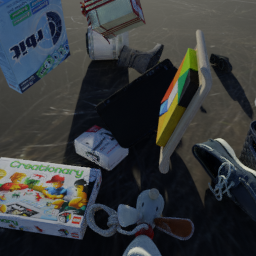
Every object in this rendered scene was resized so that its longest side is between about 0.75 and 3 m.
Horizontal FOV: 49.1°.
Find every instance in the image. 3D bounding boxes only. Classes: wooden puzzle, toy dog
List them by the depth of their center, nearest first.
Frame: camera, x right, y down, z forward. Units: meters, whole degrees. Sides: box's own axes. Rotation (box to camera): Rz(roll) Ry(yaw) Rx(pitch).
[{"bbox_3d":[0.784,-0.440,4.320,0.330,1.775,1.642,16,37,-1],"label":"wooden puzzle"},{"bbox_3d":[0.306,2.065,5.063,1.854,1.354,2.811,2,37,-16],"label":"toy dog"}]

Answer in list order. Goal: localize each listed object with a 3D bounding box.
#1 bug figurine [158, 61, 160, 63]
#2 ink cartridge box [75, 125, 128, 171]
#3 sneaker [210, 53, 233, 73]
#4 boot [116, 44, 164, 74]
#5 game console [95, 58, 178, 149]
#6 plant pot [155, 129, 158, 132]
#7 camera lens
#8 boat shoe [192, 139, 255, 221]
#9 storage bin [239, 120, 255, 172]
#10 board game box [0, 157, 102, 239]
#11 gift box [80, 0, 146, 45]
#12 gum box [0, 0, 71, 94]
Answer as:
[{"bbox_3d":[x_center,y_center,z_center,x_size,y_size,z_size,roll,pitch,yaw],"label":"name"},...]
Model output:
[{"bbox_3d":[1.864,-2.251,11.613,1.571,0.404,1.218,21,48,19],"label":"bug figurine"},{"bbox_3d":[-0.730,0.522,7.869,1.244,0.516,0.913,23,43,27],"label":"ink cartridge box"},{"bbox_3d":[4.245,-2.920,12.396,0.676,0.566,1.489,-4,39,-17],"label":"sneaker"},{"bbox_3d":[0.554,-3.243,12.205,1.682,0.892,2.555,22,39,4],"label":"boot"},{"bbox_3d":[0.495,-0.719,8.529,2.649,1.542,2.329,-34,1,-3],"label":"game console"},{"bbox_3d":[0.960,-0.731,8.886,1.360,1.360,1.346,-12,28,-15],"label":"plant pot"},{"bbox_3d":[-0.950,-3.916,12.858,1.893,1.514,1.514,-2,37,-3],"label":"camera lens"},{"bbox_3d":[2.378,1.163,6.618,0.855,1.035,2.765,-7,36,-11],"label":"boat shoe"},{"bbox_3d":[4.425,0.932,6.643,2.967,1.391,2.006,1,37,0],"label":"storage bin"},{"bbox_3d":[-2.129,1.551,6.560,2.693,0.466,1.700,6,37,7],"label":"board game box"},{"bbox_3d":[-0.556,-4.023,9.581,1.766,1.891,1.745,-13,-5,20],"label":"gift box"},{"bbox_3d":[-2.707,-2.607,7.847,0.582,2.613,2.220,29,57,18],"label":"gum box"}]
